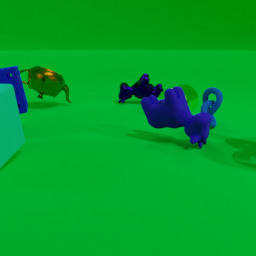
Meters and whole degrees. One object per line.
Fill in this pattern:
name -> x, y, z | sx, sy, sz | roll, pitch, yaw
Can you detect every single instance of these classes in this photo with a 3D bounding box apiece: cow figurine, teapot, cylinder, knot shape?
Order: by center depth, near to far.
cow figurine -> 1.058, -0.177, 6.074 | 1.414, 1.392, 0.776 | -17, 4, 35
knot shape -> 2.107, -0.437, 7.251 | 0.488, 1.056, 0.989 | 12, 45, 11
cylinder -> 1.457, -0.755, 8.104 | 0.919, 0.919, 0.919 | 11, 19, 31
teapot -> -2.735, -1.437, 9.429 | 2.037, 0.997, 1.266 | 20, -1, -23
cow figurine -> 0.391, -1.273, 10.123 | 1.431, 1.408, 0.786 | 33, 25, -17

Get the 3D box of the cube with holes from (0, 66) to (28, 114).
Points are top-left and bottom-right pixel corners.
cube with holes -> -2.853, -0.796, 6.232 | 0.972, 0.972, 0.972 | -14, 18, -15

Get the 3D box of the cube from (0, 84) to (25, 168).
cube -> -2.712, -0.009, 4.823 | 1.216, 1.216, 1.216 | 3, 27, 9
